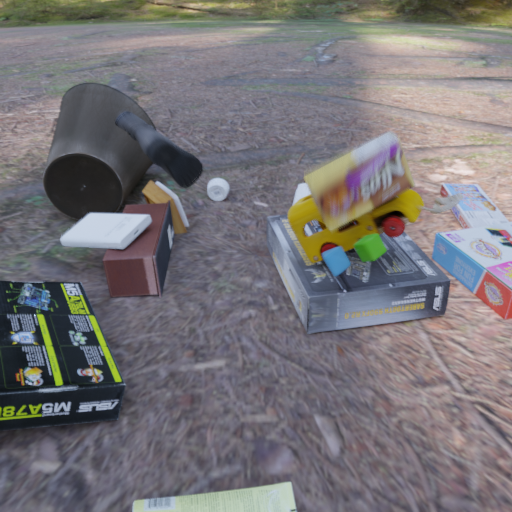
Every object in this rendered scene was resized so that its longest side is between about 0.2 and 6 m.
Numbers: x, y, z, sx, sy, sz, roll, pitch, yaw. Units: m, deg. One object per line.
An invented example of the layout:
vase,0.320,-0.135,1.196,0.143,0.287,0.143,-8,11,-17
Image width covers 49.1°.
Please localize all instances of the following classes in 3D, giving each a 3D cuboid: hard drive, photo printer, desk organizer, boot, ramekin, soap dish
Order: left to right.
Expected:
hard drive,-2.847,-0.482,10.618,1.479,0.197,0.976,4,37,28
desk organizer,-2.239,-0.187,11.026,0.944,0.879,2.452,-3,29,0
boot,-1.960,-2.255,11.637,0.698,1.999,1.316,-46,65,0
soap dish,-2.059,-1.072,12.592,0.490,0.948,1.206,-31,39,-17
ramekin,-0.956,-1.629,13.929,0.553,0.553,0.269,2,37,4
photo printer,1.508,-1.323,13.394,1.216,0.508,1.462,3,29,7

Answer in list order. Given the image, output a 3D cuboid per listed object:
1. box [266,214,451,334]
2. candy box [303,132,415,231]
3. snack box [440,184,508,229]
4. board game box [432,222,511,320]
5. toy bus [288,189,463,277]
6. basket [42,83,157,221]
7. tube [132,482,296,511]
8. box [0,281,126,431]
box,1.735,0.109,10.560,2.511,0.766,3.170,-7,30,-10
candy box,1.522,-1.087,8.227,1.436,0.838,0.405,-27,31,4
snack box,5.140,-1.103,13.202,0.921,0.312,2.563,1,29,1
board game box,5.335,0.099,10.753,3.015,0.608,2.307,-8,30,-15
toy bus,1.692,-0.843,9.261,2.372,1.226,2.238,-33,11,-11
basket,-3.857,-2.433,13.637,2.155,2.857,3.168,-37,28,23
tube,-0.434,2.854,6.103,1.793,0.520,0.465,-2,-15,-8
box,-3.623,1.262,7.883,2.851,0.701,2.953,5,23,-33
